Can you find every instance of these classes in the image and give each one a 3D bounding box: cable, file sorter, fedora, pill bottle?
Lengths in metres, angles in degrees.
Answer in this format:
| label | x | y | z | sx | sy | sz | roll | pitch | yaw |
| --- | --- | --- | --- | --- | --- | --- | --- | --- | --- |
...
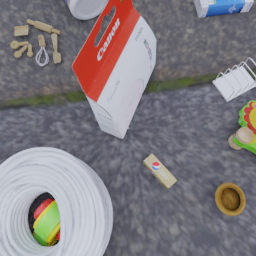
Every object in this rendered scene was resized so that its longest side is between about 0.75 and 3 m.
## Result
| label | x | y | z | sx | sy | sz | roll | pitch | yaw |
| --- | --- | --- | --- | --- | --- | --- | --- | --- | --- |
| cable | -1.751 | 1.893 | 5.666 | 2.959 | 1.024 | 2.959 | 23 | 83 | 20 |
| file sorter | 2.899 | -1.292 | 7.352 | 0.989 | 0.616 | 0.686 | -28 | 74 | -10 |
| fedora | 2.341 | 1.660 | 6.507 | 0.754 | 0.307 | 0.754 | 0 | 70 | 1 |
| pill bottle | -1.466 | -4.234 | 8.067 | 1.140 | 1.140 | 1.970 | -24 | 73 | -8 |

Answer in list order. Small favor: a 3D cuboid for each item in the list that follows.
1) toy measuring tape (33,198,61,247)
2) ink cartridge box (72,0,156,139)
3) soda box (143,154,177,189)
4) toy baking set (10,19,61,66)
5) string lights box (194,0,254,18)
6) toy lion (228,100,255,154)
| label | x | y | z | sx | sy | sz | roll | pitch | yaw |
| --- | --- | --- | --- | --- | --- | --- | --- | --- | --- |
| toy measuring tape | -1.887 | 2.359 | 5.961 | 0.963 | 0.963 | 2.618 | 38 | 75 | 12 |
| ink cartridge box | -0.065 | -1.345 | 6.125 | 0.843 | 2.953 | 2.400 | 22 | 73 | 8 |
| soda box | 0.758 | 1.046 | 6.731 | 0.297 | 0.280 | 0.876 | -39 | 75 | -12 |
| toy baking set | -2.530 | -2.413 | 7.975 | 1.700 | 0.198 | 1.305 | 18 | 75 | 6 |
| string lights box | 2.797 | -3.806 | 8.287 | 1.531 | 0.451 | 0.786 | -7 | 71 | -3 |
| toy lion | 3.456 | 0.130 | 6.965 | 1.680 | 0.577 | 1.610 | 42 | 68 | 13 |
